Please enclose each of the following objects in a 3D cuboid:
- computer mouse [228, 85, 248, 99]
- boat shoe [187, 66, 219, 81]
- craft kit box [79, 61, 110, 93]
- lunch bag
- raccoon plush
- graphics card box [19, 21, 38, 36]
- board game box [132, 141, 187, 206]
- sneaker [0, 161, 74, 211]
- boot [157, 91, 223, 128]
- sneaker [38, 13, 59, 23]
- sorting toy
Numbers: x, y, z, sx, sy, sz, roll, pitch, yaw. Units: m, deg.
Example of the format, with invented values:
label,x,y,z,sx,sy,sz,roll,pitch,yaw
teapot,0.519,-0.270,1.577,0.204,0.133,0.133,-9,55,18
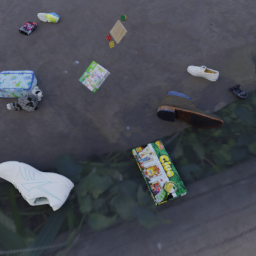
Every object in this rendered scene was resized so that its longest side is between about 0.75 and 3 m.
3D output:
label,x,y,z,sx,sy,sz,roll,pitch,yaw
computer mouse,4.674,-1.466,11.783,0.602,0.229,0.869,-19,45,-10
boat shoe,3.312,-2.518,12.334,1.383,0.483,0.491,25,59,17
craft kit box,-1.259,-1.899,10.385,0.934,0.230,0.946,-51,55,0
lunch bag,-4.714,-1.886,11.819,1.540,0.635,1.238,1,52,-1
raccoon plush,-4.150,-1.249,11.385,1.412,0.683,0.946,4,47,3
graphics card box,-5.086,-5.101,14.314,0.539,0.219,0.859,24,59,16
board game box,1.053,1.485,9.685,1.132,0.253,2.160,-17,57,-14
sneaker,-3.163,1.830,9.028,2.648,0.931,1.061,15,59,9
boot,2.465,-0.784,10.856,2.492,0.931,1.208,13,58,11
sneaker,-4.154,-5.863,14.783,1.112,0.421,0.584,17,44,3
sorting toy,-0.373,-3.956,11.666,0.236,1.398,0.674,-13,66,-48
